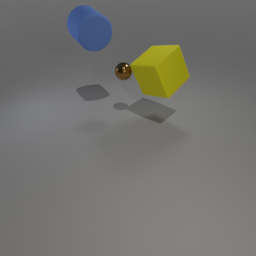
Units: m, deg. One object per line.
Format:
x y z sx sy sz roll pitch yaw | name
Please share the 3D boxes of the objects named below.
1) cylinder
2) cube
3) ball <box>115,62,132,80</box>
-1.516 -3.914 10.983 1.400 1.400 1.400 -15 41 -23 | cylinder
1.213 -2.142 10.554 1.400 1.400 1.400 -44 36 -23 | cube
-0.176 -2.223 11.009 0.700 0.700 0.700 0 31 0 | ball
